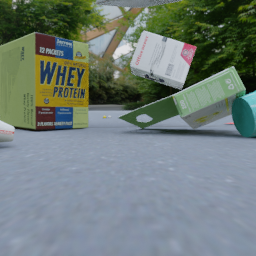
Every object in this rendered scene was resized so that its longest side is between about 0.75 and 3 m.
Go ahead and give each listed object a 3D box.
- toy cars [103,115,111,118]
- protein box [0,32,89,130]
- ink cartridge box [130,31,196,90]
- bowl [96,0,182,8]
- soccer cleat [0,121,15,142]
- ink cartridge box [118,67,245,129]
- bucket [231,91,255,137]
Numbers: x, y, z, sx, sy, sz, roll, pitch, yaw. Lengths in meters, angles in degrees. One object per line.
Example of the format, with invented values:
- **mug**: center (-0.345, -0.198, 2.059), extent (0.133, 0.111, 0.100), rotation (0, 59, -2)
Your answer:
- **toy cars**: center (-1.234, -0.678, 16.625), extent (0.356, 0.176, 0.794), rotation (4, 6, 40)
- **protein box**: center (-2.688, -1.318, 8.792), extent (1.758, 2.587, 2.606), rotation (-3, 5, -44)
- **ink cartridge box**: center (1.136, -2.218, 9.242), extent (1.817, 1.316, 0.766), rotation (19, -5, 7)
- **bowl**: center (0.256, -3.258, 6.564), extent (1.682, 0.629, 1.685), rotation (-16, 20, -39)
- **soccer cleat**: center (-2.768, -0.013, 4.967), extent (2.055, 0.705, 0.875), rotation (5, -5, 44)
- **ink cartridge box**: center (1.455, -0.385, 7.227), extent (2.883, 0.691, 2.098), rotation (-24, -16, 16)
- **bucket**: center (2.785, -0.296, 6.090), extent (0.678, 1.043, 1.043), rotation (-12, 6, -7)
